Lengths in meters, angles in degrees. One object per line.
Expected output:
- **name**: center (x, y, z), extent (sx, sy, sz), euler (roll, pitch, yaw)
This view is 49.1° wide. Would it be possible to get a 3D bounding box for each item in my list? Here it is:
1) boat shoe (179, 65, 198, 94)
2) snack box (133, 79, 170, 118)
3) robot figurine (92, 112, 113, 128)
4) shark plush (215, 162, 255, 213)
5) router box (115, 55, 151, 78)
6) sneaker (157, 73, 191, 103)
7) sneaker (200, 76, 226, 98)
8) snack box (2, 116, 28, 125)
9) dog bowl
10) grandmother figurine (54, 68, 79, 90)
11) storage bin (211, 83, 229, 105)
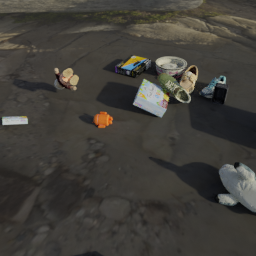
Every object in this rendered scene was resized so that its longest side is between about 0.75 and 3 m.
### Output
- **boat shoe**: center (2.961, -2.430, 13.807), extent (0.816, 0.766, 2.214), euler (12, 39, 16)
- **snack box**: center (1.049, -1.314, 12.114), extent (1.350, 0.542, 1.600), euler (25, 36, -3)
- **robot figurine**: center (-1.031, -0.334, 11.274), extent (0.794, 0.571, 0.463), euler (4, 21, 6)
- **shark plush**: center (3.969, 1.874, 7.982), extent (2.954, 1.342, 1.231), euler (20, 11, 32)
- **router box**: center (0.301, -3.389, 15.349), extent (1.300, 0.445, 1.743), euler (19, 41, 23)
- **sneaker**: center (2.066, -1.712, 12.147), extent (1.800, 0.604, 0.808), euler (40, 9, -12)
- **sneaker**: center (4.005, -1.994, 13.242), extent (1.737, 0.750, 0.674), euler (-30, 46, -33)
- **snack box**: center (-4.461, -0.302, 11.051), extent (0.914, 0.242, 0.650), euler (-3, 10, -23)
- **dog bowl**: center (2.283, -3.226, 15.003), extent (1.673, 0.617, 1.673), euler (1, 37, 0)
- **grandmother figurine**: center (-2.869, -2.131, 12.530), extent (0.627, 1.256, 2.070), euler (-37, 12, -23)
- **storage bin**: center (4.122, -1.530, 12.536), extent (0.582, 0.861, 0.403), euler (17, 39, 21)
